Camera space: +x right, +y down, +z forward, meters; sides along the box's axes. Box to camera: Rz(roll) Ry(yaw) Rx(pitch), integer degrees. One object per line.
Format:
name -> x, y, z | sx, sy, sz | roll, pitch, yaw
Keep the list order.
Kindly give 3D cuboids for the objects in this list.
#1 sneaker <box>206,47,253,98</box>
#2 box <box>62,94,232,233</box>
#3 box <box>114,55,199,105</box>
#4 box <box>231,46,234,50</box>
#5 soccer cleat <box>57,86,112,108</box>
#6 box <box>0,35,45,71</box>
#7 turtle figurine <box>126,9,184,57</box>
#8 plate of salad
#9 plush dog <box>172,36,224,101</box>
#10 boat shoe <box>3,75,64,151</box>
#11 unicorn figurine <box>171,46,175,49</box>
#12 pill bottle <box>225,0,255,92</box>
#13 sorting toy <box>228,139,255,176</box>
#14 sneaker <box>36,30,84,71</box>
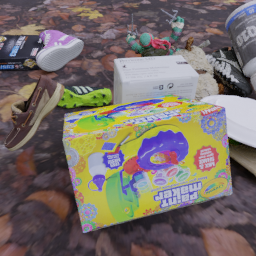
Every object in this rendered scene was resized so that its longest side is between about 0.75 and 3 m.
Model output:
sneaker -> 3.890, -2.236, 10.321 | 1.306, 0.960, 2.888 | -35, 38, 11
box -> 0.190, 0.446, 5.902 | 2.772, 1.691, 2.669 | -12, 14, -10
box -> 0.670, -0.818, 7.972 | 2.053, 2.064, 1.349 | -7, 38, -10
box -> 5.511, -3.010, 10.823 | 1.982, 1.250, 2.016 | 7, 28, -40
soccer cleat -> -1.626, -1.102, 9.551 | 2.166, 0.731, 0.878 | 3, 25, -1
box -> -4.972, -3.361, 12.301 | 2.589, 0.648, 2.608 | -3, 40, -2
turtle figurine -> 0.946, -2.946, 9.990 | 2.212, 2.955, 1.488 | 2, 80, 24
plate of salad -> 3.280, -0.113, 7.610 | 2.883, 0.692, 2.883 | 8, 31, -5
plush dog -> 2.276, -1.694, 9.574 | 2.458, 1.972, 2.111 | -13, 66, -13
boat shoe -> -2.064, -0.307, 5.666 | 0.653, 1.815, 0.655 | 33, 21, -34
unicorn figurine -> 1.778, -2.814, 11.498 | 1.484, 1.019, 0.548 | 29, 40, 10
pill bottle -> 4.404, -2.644, 9.277 | 1.555, 1.555, 2.733 | -10, 71, -12
sorting toy -> 3.063, 0.465, 7.483 | 2.996, 0.401, 2.232 | -13, 41, -27
sneaker -> -3.269, -3.315, 11.693 | 1.633, 1.038, 2.865 | 29, 34, 6
